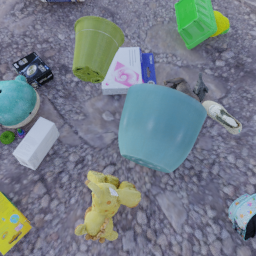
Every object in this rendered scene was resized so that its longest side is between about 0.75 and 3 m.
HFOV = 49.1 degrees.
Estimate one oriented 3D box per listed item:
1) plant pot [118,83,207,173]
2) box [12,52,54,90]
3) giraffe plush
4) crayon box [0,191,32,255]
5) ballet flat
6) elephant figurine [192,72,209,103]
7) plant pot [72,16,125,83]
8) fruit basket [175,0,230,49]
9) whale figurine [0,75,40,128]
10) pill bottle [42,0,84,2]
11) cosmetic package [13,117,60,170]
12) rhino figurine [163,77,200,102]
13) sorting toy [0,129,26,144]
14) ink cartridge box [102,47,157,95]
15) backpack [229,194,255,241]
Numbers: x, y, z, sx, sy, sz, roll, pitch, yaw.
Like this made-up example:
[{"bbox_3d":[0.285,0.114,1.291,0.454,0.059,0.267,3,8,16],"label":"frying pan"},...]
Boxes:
[{"bbox_3d":[0.997,0.179,9.772,2.919,2.919,2.343,18,77,10],"label":"plant pot"},{"bbox_3d":[-4.210,-2.526,12.435,1.174,0.617,1.434,-36,67,-17],"label":"box"},{"bbox_3d":[-0.756,2.657,9.076,1.965,2.277,1.847,20,93,3],"label":"giraffe plush"},{"bbox_3d":[-4.182,3.156,9.373,1.879,0.477,1.193,39,68,20],"label":"crayon box"},{"bbox_3d":[3.338,-0.445,9.961,0.581,0.581,1.673,-41,70,-20],"label":"ballet flat"},{"bbox_3d":[3.021,-1.653,11.727,0.787,1.014,0.718,39,68,19],"label":"elephant figurine"},{"bbox_3d":[-1.235,-2.661,10.099,1.901,1.901,1.805,11,72,6],"label":"plant pot"},{"bbox_3d":[3.596,-5.044,13.496,2.623,1.892,2.623,25,52,-37],"label":"fruit basket"},{"bbox_3d":[-5.002,-1.279,11.151,2.972,1.542,2.364,30,77,22],"label":"whale figurine"},{"bbox_3d":[-3.800,-7.453,14.549,2.983,1.655,1.655,-2,61,-1],"label":"pill bottle"},{"bbox_3d":[-3.390,0.579,10.527,0.705,0.981,1.738,22,62,11],"label":"cosmetic package"},{"bbox_3d":[2.414,-1.198,11.675,1.011,0.691,2.311,-22,65,-11],"label":"rhino figurine"},{"bbox_3d":[-4.904,0.281,10.915,1.683,0.580,0.583,-12,62,-6],"label":"sorting toy"},{"bbox_3d":[0.037,-2.618,12.561,2.427,0.526,2.383,-3,61,0],"label":"ink cartridge box"},{"bbox_3d":[3.948,2.769,9.075,1.214,1.381,1.059,-27,48,-12],"label":"backpack"}]
